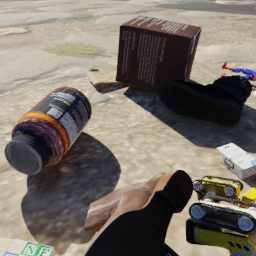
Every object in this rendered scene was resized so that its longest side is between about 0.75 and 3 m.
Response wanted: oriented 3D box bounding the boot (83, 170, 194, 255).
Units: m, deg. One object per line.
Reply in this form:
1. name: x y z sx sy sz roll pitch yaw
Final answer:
1. boot: -0.338 1.669 4.744 2.332 0.804 2.503 -31 2 -38

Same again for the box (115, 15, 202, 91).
1. box: 1.262 -3.107 11.771 2.900 2.406 2.381 16 33 13

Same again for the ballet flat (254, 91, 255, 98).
1. ballet flat: 5.332 -1.383 11.069 0.662 0.662 1.845 19 33 28

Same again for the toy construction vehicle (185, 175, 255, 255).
1. toy construction vehicle: 2.217 1.636 4.786 2.792 0.983 2.431 4 2 34

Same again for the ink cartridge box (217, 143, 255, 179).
1. ink cartridge box: 2.896 0.856 7.447 0.594 0.347 1.024 -14 34 -21

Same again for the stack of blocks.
1. stack of blocks: -1.509 2.502 4.565 1.760 0.515 1.013 6 32 10

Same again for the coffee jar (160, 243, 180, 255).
1. coffee jar: 0.867 2.703 3.570 2.821 1.204 1.471 26 40 35

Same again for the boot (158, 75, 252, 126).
1. boot: 2.814 -1.294 10.154 3.037 1.143 2.271 22 43 15

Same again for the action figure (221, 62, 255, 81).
1. action figure: 5.619 -2.450 12.387 2.597 0.847 1.285 24 49 34

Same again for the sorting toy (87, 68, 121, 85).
1. sorting toy: -1.097 -2.381 12.858 1.513 0.301 2.047 -10 32 -21

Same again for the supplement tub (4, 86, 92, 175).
1. supplement tub: -2.143 0.019 7.728 1.509 1.509 2.822 8 32 13
